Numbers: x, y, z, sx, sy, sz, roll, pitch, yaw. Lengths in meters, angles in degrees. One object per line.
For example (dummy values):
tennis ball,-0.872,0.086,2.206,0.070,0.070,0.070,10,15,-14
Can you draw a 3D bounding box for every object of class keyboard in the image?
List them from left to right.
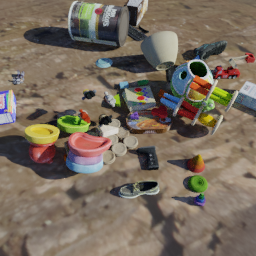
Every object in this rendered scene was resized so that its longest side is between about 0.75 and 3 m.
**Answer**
keyboard,0.504,-5.625,16.235,1.160,0.188,1.826,-30,56,-24

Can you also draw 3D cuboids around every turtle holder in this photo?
turtle holder,2.709,-1.774,11.732,1.757,1.642,2.312,11,64,0

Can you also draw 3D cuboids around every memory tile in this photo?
memory tile,-0.878,0.612,10.667,2.238,0.188,1.715,-30,55,-25

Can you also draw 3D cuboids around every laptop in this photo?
laptop,2.695,-2.860,13.361,1.521,0.786,1.348,1,48,1

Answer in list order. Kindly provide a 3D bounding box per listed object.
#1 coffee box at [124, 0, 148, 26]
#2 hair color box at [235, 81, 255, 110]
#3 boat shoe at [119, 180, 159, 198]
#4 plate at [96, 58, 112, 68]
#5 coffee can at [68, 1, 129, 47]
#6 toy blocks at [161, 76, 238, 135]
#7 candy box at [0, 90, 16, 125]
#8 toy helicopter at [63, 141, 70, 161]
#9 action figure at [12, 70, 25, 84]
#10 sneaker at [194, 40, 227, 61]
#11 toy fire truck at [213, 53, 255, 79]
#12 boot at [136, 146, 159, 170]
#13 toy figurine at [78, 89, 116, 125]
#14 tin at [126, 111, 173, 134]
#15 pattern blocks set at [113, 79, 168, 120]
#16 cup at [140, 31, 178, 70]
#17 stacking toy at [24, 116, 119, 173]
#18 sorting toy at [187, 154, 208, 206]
coffee box,0.502,-7.317,17.030,0.858,1.231,2.153,15,49,13
hair color box,5.751,-1.205,12.015,1.928,0.584,0.954,30,55,23
boat shoe,0.368,1.993,9.280,1.363,0.407,0.487,-6,49,-5
plate,-1.223,-3.358,14.257,0.852,0.109,0.852,-1,47,1
coffee can,-1.516,-5.519,14.897,2.755,2.016,2.016,10,49,10
toy blocks,2.568,-1.077,10.637,2.416,2.013,0.877,28,36,10
candy box,-5.593,-0.784,11.591,1.696,0.653,1.434,-10,48,-10
toy helicopter,-2.130,0.713,9.976,0.424,1.075,0.711,-7,67,-6
action figure,-5.163,-2.374,13.268,0.550,0.293,0.845,2,51,-6
sneaker,4.317,-4.193,14.581,1.988,0.750,0.788,-25,51,-22
toy fire truck,4.929,-2.891,13.123,1.667,1.175,0.406,-2,47,-2
boot,0.704,1.123,10.173,0.750,0.299,0.910,-12,59,8
toy figurine,-1.183,-0.784,10.663,1.334,1.314,0.928,8,7,-20
tin,0.850,-0.244,11.319,1.860,0.390,1.042,-1,52,-1
pattern blocks set,0.501,-1.271,12.139,2.423,0.223,2.756,-2,42,2
cup,1.629,-3.585,13.536,1.839,1.839,1.315,-10,76,-9
stacking toy,-1.935,0.645,10.287,2.957,1.249,2.676,16,23,19
sorting toy,2.400,1.627,9.449,0.664,0.660,1.915,4,48,3
